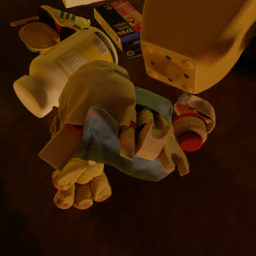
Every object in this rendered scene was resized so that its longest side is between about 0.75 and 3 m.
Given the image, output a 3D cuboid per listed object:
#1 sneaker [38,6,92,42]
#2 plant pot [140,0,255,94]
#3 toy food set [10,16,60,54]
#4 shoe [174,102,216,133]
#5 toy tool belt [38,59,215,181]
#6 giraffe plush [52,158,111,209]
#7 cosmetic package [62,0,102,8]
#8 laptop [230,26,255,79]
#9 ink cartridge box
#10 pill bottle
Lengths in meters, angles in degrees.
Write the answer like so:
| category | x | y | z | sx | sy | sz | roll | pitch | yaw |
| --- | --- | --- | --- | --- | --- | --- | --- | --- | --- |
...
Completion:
| category | x | y | z | sx | sy | sz | roll | pitch | yaw |
| --- | --- | --- | --- | --- | --- | --- | --- | --- | --- |
| sneaker | -2.097 | -3.604 | 10.019 | 2.697 | 0.949 | 1.261 | 37 | 44 | 27 |
| plant pot | 1.860 | -2.758 | 8.140 | 2.839 | 2.858 | 2.923 | 27 | 76 | 21 |
| toy food set | -3.094 | -3.054 | 9.655 | 1.110 | 0.616 | 1.886 | -32 | 62 | -24 |
| shoe | 1.812 | -0.443 | 7.623 | 0.464 | 0.591 | 1.299 | -33 | 59 | -23 |
| toy tool belt | 0.117 | 0.237 | 4.518 | 2.762 | 1.724 | 1.697 | 18 | 49 | -16 |
| giraffe plush | -1.128 | 0.828 | 6.306 | 1.383 | 1.602 | 1.299 | 8 | 19 | -32 |
| cosmetic package | -2.089 | -6.519 | 11.511 | 1.905 | 1.893 | 2.276 | -19 | 56 | -14 |
| laptop | 4.274 | -3.073 | 9.128 | 2.495 | 1.454 | 2.816 | 25 | 56 | 19 |
| ink cartridge box | -0.052 | -3.692 | 10.238 | 1.372 | 0.537 | 2.898 | -22 | 58 | -17 |
| pill bottle | -1.705 | -1.556 | 7.873 | 1.555 | 1.555 | 2.776 | 33 | 59 | 23 |
